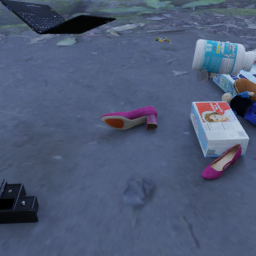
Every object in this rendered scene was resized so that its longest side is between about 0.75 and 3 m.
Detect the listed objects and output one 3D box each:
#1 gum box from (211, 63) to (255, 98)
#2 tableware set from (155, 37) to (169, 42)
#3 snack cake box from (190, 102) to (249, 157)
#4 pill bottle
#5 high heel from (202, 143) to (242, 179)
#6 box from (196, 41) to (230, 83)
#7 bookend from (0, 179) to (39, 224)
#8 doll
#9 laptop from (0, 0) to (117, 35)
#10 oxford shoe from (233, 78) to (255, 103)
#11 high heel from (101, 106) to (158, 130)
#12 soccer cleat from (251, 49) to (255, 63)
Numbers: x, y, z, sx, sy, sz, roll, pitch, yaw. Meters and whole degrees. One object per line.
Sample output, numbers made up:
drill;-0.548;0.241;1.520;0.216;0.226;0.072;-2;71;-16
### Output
gum box;4.890;-1.770;10.818;2.416;0.633;2.843;-9;38;-12
tableware set;1.926;-4.870;15.420;0.770;0.118;0.519;20;41;24
snack cake box;2.666;-0.021;8.453;1.146;0.669;1.992;-2;36;0
pill bottle;2.439;-1.796;7.220;1.442;0.799;0.799;10;38;10
high heel;2.439;0.849;7.313;1.325;0.637;0.447;-26;44;-30
box;2.554;-1.933;8.319;1.127;0.878;0.232;-29;48;-9
bookend;-2.463;1.653;6.405;0.952;0.438;0.946;-1;37;-2
doll;3.761;-0.584;8.962;1.682;1.147;0.407;35;21;17
laptop;-1.928;-3.385;8.078;2.355;1.216;2.087;41;28;7
oxford shoe;4.430;-0.984;8.944;2.197;0.783;0.784;37;71;9
high heel;0.042;-0.403;8.995;1.854;0.625;0.891;8;45;-14
soccer cleat;5.336;-3.029;11.363;1.729;0.736;0.593;-6;36;-11
